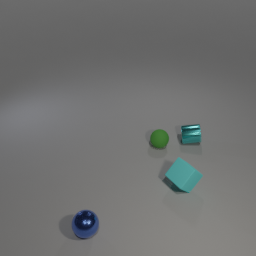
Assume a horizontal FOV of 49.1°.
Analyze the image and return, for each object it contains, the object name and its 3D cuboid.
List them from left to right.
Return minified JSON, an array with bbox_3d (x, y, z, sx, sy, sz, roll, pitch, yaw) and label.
[{"bbox_3d":[-1.091,2.453,7.176,0.700,0.700,0.700,0,32,0],"label":"ball"},{"bbox_3d":[1.174,0.394,10.411,0.700,0.700,0.700,0,32,0],"label":"ball"},{"bbox_3d":[1.701,1.432,8.509,0.700,0.700,0.700,41,6,40],"label":"cube"},{"bbox_3d":[2.392,0.224,10.612,0.700,0.700,0.700,-6,31,11],"label":"cylinder"}]
